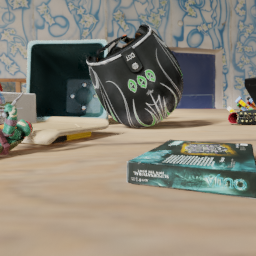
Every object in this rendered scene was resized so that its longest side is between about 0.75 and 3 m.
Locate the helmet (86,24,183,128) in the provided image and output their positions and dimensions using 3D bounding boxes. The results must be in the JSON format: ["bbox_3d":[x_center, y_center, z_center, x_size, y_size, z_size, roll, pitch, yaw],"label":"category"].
[{"bbox_3d":[0.312,-1.311,8.246,2.799,2.668,2.799,-23,29,14],"label":"helmet"}]

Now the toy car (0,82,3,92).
[{"bbox_3d":[-4.687,-0.655,7.621,2.127,2.217,2.405,-1,34,-13],"label":"toy car"}]

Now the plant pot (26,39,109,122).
[{"bbox_3d":[-2.053,-1.525,11.084,2.862,2.870,2.924,0,-6,3],"label":"plant pot"}]

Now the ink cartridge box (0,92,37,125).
[{"bbox_3d":[-3.501,-0.326,6.358,1.697,0.994,2.348,2,4,23],"label":"ink cartridge box"}]

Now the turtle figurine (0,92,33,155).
[{"bbox_3d":[-1.828,0.029,3.844,1.110,0.746,1.483,-13,11,40],"label":"turtle figurine"}]

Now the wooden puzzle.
[{"bbox_3d":[-1.652,0.066,5.936,1.859,0.374,2.009,3,10,26],"label":"wooden puzzle"}]

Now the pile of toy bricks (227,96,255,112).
[{"bbox_3d":[5.265,-0.692,12.320,2.005,1.112,0.990,11,33,-54],"label":"pile of toy bricks"}]

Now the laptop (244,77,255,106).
[{"bbox_3d":[2.699,-0.074,3.114,2.045,1.056,1.812,-2,6,-16],"label":"laptop"}]

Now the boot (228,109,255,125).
[{"bbox_3d":[4.280,-0.353,9.332,1.228,0.587,1.626,-4,0,-18],"label":"boot"}]

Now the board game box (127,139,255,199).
[{"bbox_3d":[0.778,0.348,3.025,1.082,0.225,1.600,2,6,23],"label":"board game box"}]
